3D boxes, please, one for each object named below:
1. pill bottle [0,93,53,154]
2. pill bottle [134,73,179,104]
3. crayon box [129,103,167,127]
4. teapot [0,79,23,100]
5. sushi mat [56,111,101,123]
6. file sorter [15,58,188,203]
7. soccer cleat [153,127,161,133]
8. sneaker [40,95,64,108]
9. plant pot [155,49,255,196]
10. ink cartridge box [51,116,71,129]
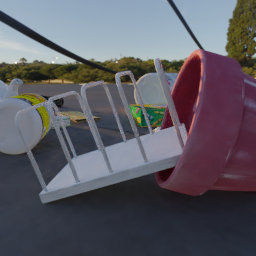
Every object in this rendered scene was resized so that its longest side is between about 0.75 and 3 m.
[{"bbox_3d":[-2.365,-0.198,6.444,1.144,1.144,2.095,-1,11,-6],"label":"pill bottle"},{"bbox_3d":[1.710,-1.554,12.156,1.634,1.634,2.882,8,13,36],"label":"pill bottle"},{"bbox_3d":[1.160,-0.459,9.234,2.013,0.587,1.196,-4,12,-19],"label":"crayon box"},{"bbox_3d":[-4.635,-0.948,9.025,2.248,1.642,2.219,-6,12,-25],"label":"teapot"},{"bbox_3d":[-1.880,-0.438,10.369,1.006,0.127,2.102,-6,13,-31],"label":"sushi mat"},{"bbox_3d":[-0.278,-0.046,3.844,1.954,1.217,1.356,-18,10,12],"label":"file sorter"},{"bbox_3d":[0.835,0.193,6.862,0.372,0.301,0.861,-22,15,-8],"label":"soccer cleat"},{"bbox_3d":[-3.754,-1.276,13.418,0.927,0.618,1.618,1,3,41],"label":"sneaker"},{"bbox_3d":[1.421,0.073,3.789,1.681,1.878,1.878,15,10,-4],"label":"plant pot"},{"bbox_3d":[-2.286,-0.163,8.541,0.957,0.284,0.497,-11,15,-44],"label":"ink cartridge box"}]
